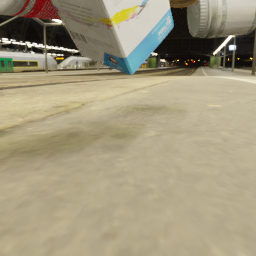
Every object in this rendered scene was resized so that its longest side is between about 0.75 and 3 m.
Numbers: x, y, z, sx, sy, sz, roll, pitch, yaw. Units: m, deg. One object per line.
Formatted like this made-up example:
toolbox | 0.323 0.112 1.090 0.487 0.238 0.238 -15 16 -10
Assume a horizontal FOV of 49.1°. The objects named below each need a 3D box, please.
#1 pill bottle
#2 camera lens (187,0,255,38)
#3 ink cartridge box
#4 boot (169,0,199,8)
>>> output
pill bottle | -1.597 -2.732 5.339 1.232 1.232 2.195 8 18 33
camera lens | 3.159 -3.864 9.225 2.070 1.656 1.656 -7 13 -3
ink cartridge box | -0.300 -2.161 4.659 1.379 1.880 1.373 29 71 32
boot | 1.819 -3.275 5.790 2.390 0.881 1.849 13 43 44
